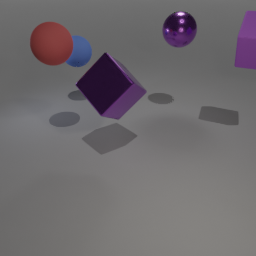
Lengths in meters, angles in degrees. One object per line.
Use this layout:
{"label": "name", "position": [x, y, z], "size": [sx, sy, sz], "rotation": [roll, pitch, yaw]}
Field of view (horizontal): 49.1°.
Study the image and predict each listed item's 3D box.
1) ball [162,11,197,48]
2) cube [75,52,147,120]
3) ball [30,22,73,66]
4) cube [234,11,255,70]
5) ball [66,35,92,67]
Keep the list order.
{"label": "ball", "position": [2.100, -4.000, 11.414], "size": [1.400, 1.400, 1.400], "rotation": [0, 29, 0]}
{"label": "cube", "position": [-0.502, -1.270, 8.939], "size": [1.400, 1.400, 1.400], "rotation": [50, 13, 15]}
{"label": "ball", "position": [-2.532, -2.794, 9.326], "size": [1.400, 1.400, 1.400], "rotation": [0, 29, 0]}
{"label": "cube", "position": [4.596, -2.991, 9.653], "size": [1.400, 1.400, 1.400], "rotation": [14, 61, 24]}
{"label": "ball", "position": [-2.360, -3.507, 12.840], "size": [1.400, 1.400, 1.400], "rotation": [0, 29, 0]}
